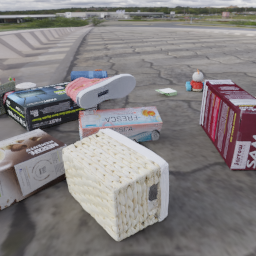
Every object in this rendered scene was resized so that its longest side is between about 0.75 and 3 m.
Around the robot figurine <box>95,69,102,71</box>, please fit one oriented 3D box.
[{"bbox_3d":[-1.544,-2.897,14.823,0.726,0.292,1.001,-2,24,-8],"label":"robot figurine"}]

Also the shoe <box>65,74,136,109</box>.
[{"bbox_3d":[-0.717,-1.120,7.459,1.833,0.655,0.834,-25,43,-30],"label":"shoe"}]

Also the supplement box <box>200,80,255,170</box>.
[{"bbox_3d":[2.712,-0.232,7.413,0.834,1.490,2.738,0,25,-1],"label":"supplement box"}]

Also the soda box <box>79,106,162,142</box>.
[{"bbox_3d":[-0.224,-0.046,7.650,2.183,0.746,0.694,-4,46,-13],"label":"soda box"}]

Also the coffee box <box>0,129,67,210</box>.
[{"bbox_3d":[-2.422,0.857,5.756,1.206,0.852,2.135,22,32,40],"label":"coffee box"}]

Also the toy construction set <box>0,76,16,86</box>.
[{"bbox_3d":[-5.275,-1.774,12.080,0.868,0.667,0.724,-18,-19,-1],"label":"toy construction set"}]

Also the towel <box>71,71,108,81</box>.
[{"bbox_3d":[-1.896,-2.508,13.791,1.798,0.436,1.004,-1,25,-4],"label":"towel"}]

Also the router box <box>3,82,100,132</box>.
[{"bbox_3d":[-2.599,-0.841,9.581,2.656,0.825,1.990,-19,30,-36],"label":"router box"}]

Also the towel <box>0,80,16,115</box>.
[{"bbox_3d":[-4.313,-0.984,9.563,0.203,1.134,1.178,21,30,19],"label":"towel"}]

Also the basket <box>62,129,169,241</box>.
[{"bbox_3d":[-0.283,0.959,5.135,1.133,1.245,1.837,-22,32,-32],"label":"basket"}]

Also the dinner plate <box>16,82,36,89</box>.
[{"bbox_3d":[-4.765,-2.008,13.087,0.909,0.110,0.909,1,23,0],"label":"dinner plate"}]

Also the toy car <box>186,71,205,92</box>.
[{"bbox_3d":[3.058,-2.150,12.337,0.888,0.963,0.852,3,24,6],"label":"toy car"}]

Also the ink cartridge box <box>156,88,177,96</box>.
[{"bbox_3d":[1.604,-1.505,11.847,0.772,0.185,0.562,-13,27,-26],"label":"ink cartridge box"}]
